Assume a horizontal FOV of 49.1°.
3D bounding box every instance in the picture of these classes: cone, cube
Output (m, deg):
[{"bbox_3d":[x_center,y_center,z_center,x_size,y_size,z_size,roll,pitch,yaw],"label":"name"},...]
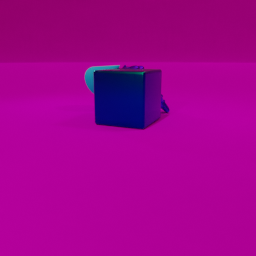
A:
[{"bbox_3d":[-0.587,-1.672,8.710,1.108,1.108,1.112,-14,-10,-43],"label":"cone"},{"bbox_3d":[0.028,-0.850,7.491,1.394,1.394,1.394,6,16,23],"label":"cube"}]

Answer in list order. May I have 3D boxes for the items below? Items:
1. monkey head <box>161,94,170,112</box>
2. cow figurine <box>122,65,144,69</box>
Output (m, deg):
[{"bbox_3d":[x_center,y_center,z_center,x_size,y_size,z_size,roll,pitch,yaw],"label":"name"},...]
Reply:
[{"bbox_3d":[0.802,-0.702,8.759,0.772,0.921,1.281,-40,14,-4],"label":"monkey head"},{"bbox_3d":[-0.109,-1.228,8.713,1.385,1.407,0.772,-5,7,33],"label":"cow figurine"}]
